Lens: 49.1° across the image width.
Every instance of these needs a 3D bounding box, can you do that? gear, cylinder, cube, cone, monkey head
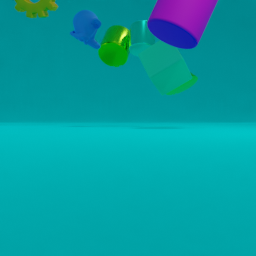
[{"bbox_3d":[-2.403,-3.584,7.138,1.451,1.451,0.268,0,21,16],"label":"gear"},{"bbox_3d":[0.579,-3.646,11.479,1.067,1.067,1.067,3,-15,1],"label":"cylinder"},{"bbox_3d":[1.269,-2.097,9.530,1.205,1.205,1.205,-30,-34,13],"label":"cube"},{"bbox_3d":[-0.513,-3.530,12.106,1.292,1.292,1.292,9,-37,7],"label":"cylinder"},{"bbox_3d":[1.761,-2.152,10.628,1.321,1.326,1.321,-20,-16,-6],"label":"cone"},{"bbox_3d":[-1.431,-3.687,10.447,1.345,1.127,1.870,26,11,-35],"label":"monkey head"},{"bbox_3d":[1.385,-2.956,7.085,1.393,1.393,1.393,25,-1,1],"label":"cylinder"}]
